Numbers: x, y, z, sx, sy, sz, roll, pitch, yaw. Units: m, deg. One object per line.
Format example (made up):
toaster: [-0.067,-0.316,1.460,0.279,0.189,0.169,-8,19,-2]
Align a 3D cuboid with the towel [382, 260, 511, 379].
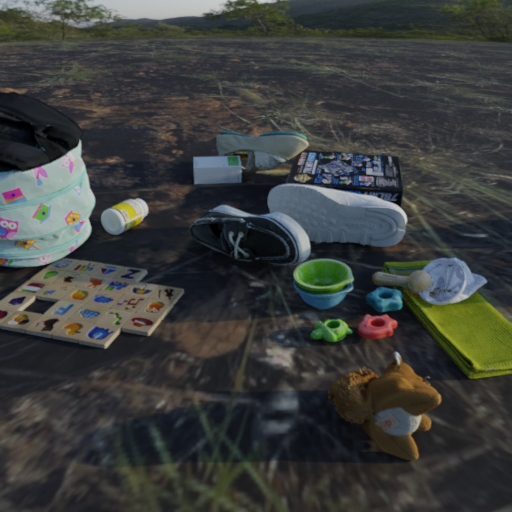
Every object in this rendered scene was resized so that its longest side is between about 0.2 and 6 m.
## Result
towel: [2.930,0.775,8.204,1.211,0.254,2.814,-6,28,-10]

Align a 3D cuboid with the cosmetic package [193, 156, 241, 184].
cosmetic package: [-0.945,-2.074,13.562,1.141,0.484,0.614,-2,36,-7]

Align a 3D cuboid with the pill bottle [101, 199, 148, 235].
pill bottle: [-2.563,-0.801,11.034,0.526,0.526,0.935,12,27,22]

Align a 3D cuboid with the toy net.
toy net: [2.081,0.474,8.203,2.947,0.569,1.546,-9,26,-7]

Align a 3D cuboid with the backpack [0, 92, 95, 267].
backpack: [-4.801,-1.346,9.958,3.912,2.476,3.265,9,38,15]

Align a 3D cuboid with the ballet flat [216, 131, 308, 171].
ballet flat: [0.062,-2.539,13.853,1.007,1.007,2.899,-23,25,-38]

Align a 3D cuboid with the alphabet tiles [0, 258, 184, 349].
alphabet tiles: [-2.527,0.663,8.613,2.549,0.096,2.130,8,27,14]

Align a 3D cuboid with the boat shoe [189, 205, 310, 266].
boat shoe: [-0.186,-0.263,9.624,0.816,0.906,2.563,-28,27,-34]

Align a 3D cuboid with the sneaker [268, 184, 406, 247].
sneaker: [1.528,-0.831,10.704,2.640,1.009,1.063,15,26,8]

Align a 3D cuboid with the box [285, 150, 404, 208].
box: [2.035,-1.765,12.850,2.494,0.624,2.512,4,27,9]

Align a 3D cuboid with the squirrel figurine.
squirrel figurine: [1.400,1.493,6.203,1.190,0.842,1.110,10,22,13]
